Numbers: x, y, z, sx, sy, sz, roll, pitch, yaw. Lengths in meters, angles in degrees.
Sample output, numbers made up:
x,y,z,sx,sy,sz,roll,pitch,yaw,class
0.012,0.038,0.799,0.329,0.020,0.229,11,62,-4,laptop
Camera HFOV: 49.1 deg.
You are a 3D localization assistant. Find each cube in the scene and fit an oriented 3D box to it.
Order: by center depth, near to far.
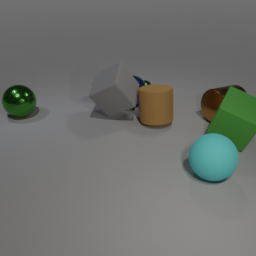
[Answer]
x,y,z,sx,sy,sz,roll,pitch,yaw,class
3.811,-0.325,9.864,1.400,1.400,1.400,28,49,13,cube
-0.539,-1.568,11.556,1.400,1.400,1.400,-19,42,31,cube

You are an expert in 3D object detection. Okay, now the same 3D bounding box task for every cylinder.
x,y,z,sx,sy,sz,roll,pitch,yaw,class
1.148,-0.971,11.495,1.400,1.400,1.400,-4,20,1,cylinder
4.030,-1.028,11.705,1.400,1.400,1.400,-13,31,-28,cylinder

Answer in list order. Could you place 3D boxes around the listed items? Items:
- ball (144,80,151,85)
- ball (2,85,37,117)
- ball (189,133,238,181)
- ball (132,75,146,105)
x,y,z,sx,sy,sz,roll,pitch,yaw,class
0.881,-2.113,14.498,0.700,0.700,0.700,0,29,0,ball
-4.662,-1.155,12.037,1.400,1.400,1.400,0,29,0,ball
2.527,0.862,8.311,1.400,1.400,1.400,0,29,0,ball
0.189,-1.751,13.099,1.400,1.400,1.400,0,29,0,ball
